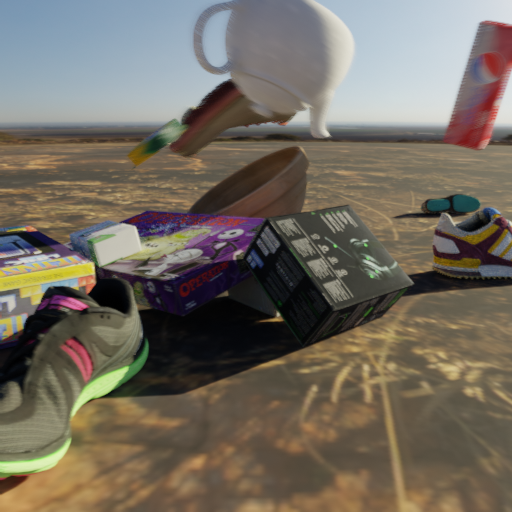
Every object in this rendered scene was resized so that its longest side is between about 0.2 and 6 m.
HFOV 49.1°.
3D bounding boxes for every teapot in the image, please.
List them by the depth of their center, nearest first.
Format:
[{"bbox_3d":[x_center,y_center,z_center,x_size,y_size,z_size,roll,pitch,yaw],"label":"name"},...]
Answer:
[{"bbox_3d":[0.268,-2.416,7.080,1.775,1.296,1.752,25,1,7],"label":"teapot"}]

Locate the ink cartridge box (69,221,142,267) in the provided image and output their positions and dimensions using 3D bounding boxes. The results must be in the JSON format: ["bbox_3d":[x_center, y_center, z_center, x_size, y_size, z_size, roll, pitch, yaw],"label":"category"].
[{"bbox_3d":[-2.270,-0.202,8.388,0.696,0.404,0.961,-25,23,-32],"label":"ink cartridge box"}]

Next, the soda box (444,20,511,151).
[{"bbox_3d":[4.843,-3.618,11.967,0.891,2.545,0.807,20,31,21],"label":"soda box"}]

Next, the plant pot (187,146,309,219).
[{"bbox_3d":[0.019,-1.012,11.535,2.746,1.267,2.746,-27,19,11],"label":"plant pot"}]

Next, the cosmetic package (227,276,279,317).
[{"bbox_3d":[0.049,0.422,8.256,0.510,0.605,1.132,-25,25,-37],"label":"cosmetic package"}]

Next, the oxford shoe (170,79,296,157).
[{"bbox_3d":[0.035,-2.854,10.629,3.692,1.381,1.301,-34,29,12],"label":"oxford shoe"}]

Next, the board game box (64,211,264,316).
[{"bbox_3d":[-1.515,-0.065,8.886,3.875,0.626,2.326,7,23,45],"label":"board game box"}]

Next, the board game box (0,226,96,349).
[{"bbox_3d":[-4.297,0.479,7.417,3.474,0.985,2.871,-11,20,-36],"label":"board game box"}]

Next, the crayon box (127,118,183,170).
[{"bbox_3d":[-1.452,-1.561,7.842,0.821,0.212,0.516,-24,24,36],"label":"crayon box"}]

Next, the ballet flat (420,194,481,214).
[{"bbox_3d":[5.373,-1.421,15.637,1.636,0.555,0.616,-4,0,-5],"label":"ballet flat"}]

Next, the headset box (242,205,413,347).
[{"bbox_3d":[0.991,0.175,7.446,1.742,0.808,1.517,-13,58,-39],"label":"headset box"}]

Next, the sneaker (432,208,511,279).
[{"bbox_3d":[4.381,-0.259,9.802,2.598,1.170,0.973,-3,15,-12],"label":"sneaker"}]

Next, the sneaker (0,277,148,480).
[{"bbox_3d":[-1.929,0.941,5.103,1.133,1.237,2.952,3,15,9],"label":"sneaker"}]

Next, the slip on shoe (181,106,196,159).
[{"bbox_3d":[-1.430,-2.856,13.121,0.579,0.701,1.892,37,28,-30],"label":"slip on shoe"}]
